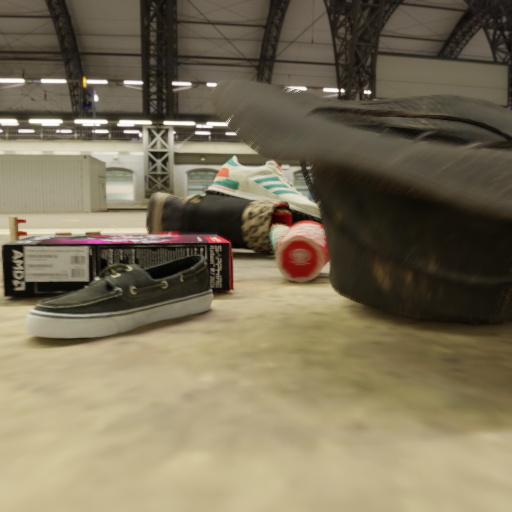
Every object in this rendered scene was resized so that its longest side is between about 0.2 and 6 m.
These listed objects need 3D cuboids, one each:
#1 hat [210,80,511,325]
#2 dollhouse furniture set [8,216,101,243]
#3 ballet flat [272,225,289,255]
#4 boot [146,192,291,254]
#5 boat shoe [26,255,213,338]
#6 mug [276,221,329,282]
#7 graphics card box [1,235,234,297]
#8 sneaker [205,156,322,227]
[{"bbox_3d":[1.413,-0.392,4.660,3.954,1.595,3.954,5,23,-2],"label":"hat"},{"bbox_3d":[-2.285,-0.142,6.921,1.369,0.713,1.384,-3,6,-32],"label":"dollhouse furniture set"},{"bbox_3d":[0.500,-0.232,8.336,0.503,0.596,1.575,-16,5,4],"label":"ballet flat"},{"bbox_3d":[-0.438,-0.593,10.076,2.152,1.046,2.858,6,0,17],"label":"boot"},{"bbox_3d":[-0.930,0.263,4.077,0.541,0.446,1.576,4,7,37],"label":"boat shoe"},{"bbox_3d":[0.638,-0.089,6.493,0.852,0.640,0.960,-29,3,14],"label":"mug"},{"bbox_3d":[-1.350,0.063,5.759,2.110,0.537,1.324,-2,6,-9],"label":"graphics card box"},{"bbox_3d":[0.528,-1.452,12.643,3.187,1.490,1.122,17,-24,16],"label":"sneaker"}]
